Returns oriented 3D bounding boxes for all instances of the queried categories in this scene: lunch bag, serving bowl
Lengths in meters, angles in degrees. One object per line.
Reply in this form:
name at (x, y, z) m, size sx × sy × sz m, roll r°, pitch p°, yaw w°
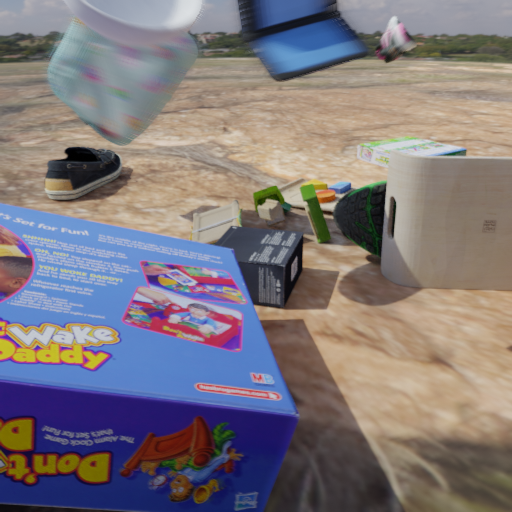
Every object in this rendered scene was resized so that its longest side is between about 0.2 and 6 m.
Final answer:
lunch bag at (-2.447, -3.292, 9.791) m, size 2.043 × 2.547 × 0.982 m, roll 41°, pitch 40°, yaw -11°
serving bowl at (-1.621, -3.262, 7.042) m, size 1.827 × 0.601 × 1.827 m, roll 13°, pitch 54°, yaw -19°

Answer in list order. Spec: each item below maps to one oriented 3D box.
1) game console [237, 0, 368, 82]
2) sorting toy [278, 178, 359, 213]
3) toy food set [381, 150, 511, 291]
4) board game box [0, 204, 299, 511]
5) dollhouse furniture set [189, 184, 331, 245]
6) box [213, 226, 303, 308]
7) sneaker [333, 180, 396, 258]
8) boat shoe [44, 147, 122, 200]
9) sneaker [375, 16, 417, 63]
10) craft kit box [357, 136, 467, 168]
game console at (0.449, -2.275, 5.266) m, size 1.086 × 0.927 × 0.643 m, roll -23°, pitch 36°, yaw -19°
sorting toy at (1.147, -1.231, 11.708) m, size 1.786 × 0.356 × 2.416 m, roll 16°, pitch 28°, yaw 31°
toy food set at (3.290, -0.561, 8.222) m, size 2.765 × 1.984 × 0.835 m, roll 1°, pitch 23°, yaw 4°
board game box at (-2.392, 0.571, 5.121) m, size 4.863 × 1.089 × 3.269 m, roll 11°, pitch 20°, yaw -16°
dollhouse furniture set at (0.033, -0.474, 10.027) m, size 2.393 × 0.924 × 1.196 m, roll -18°, pitch 31°, yaw 7°
box at (-0.006, 0.121, 8.275) m, size 1.187 × 0.679 × 1.304 m, roll 7°, pitch 25°, yaw 15°
sneaker at (2.678, -0.737, 9.796) m, size 3.421 × 1.335 × 1.457 m, roll -4°, pitch 15°, yaw -32°
boat shoe at (-3.962, -2.129, 13.068) m, size 1.095 × 0.914 × 2.936 m, roll 3°, pitch 23°, yaw 11°
sneaker at (2.602, -4.128, 10.822) m, size 0.699 × 0.651 × 1.619 m, roll -37°, pitch 11°, yaw 25°
craft kit box at (4.124, -2.717, 14.953) m, size 2.044 × 0.496 × 2.019 m, roll -15°, pitch 30°, yaw -30°
